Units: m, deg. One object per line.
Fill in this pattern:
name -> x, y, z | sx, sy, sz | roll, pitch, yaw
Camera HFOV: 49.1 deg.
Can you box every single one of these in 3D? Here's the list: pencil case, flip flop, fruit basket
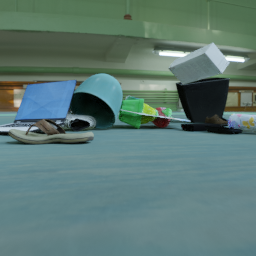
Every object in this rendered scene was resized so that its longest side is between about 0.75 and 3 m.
pencil case -> 3.872, -0.133, 8.656 | 0.667, 0.611, 1.471 | 3, 1, -45
flip flop -> -1.732, 0.068, 6.407 | 1.901, 0.547, 0.771 | 0, 4, 3
fruit basket -> 0.918, -0.591, 11.021 | 2.560, 1.200, 2.371 | 3, 4, -4

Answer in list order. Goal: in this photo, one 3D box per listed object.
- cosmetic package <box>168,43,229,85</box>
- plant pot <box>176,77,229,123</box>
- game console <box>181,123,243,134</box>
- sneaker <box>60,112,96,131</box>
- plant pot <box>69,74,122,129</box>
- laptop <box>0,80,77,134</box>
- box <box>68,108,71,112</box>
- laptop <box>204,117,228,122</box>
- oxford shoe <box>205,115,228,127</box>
cosmetic package -> 2.772, -2.531, 11.343 | 1.057, 0.648, 2.561 | 42, -16, -17
plant pot -> 3.861, -1.463, 14.650 | 2.313, 2.052, 2.308 | -6, 11, 3
game console -> 2.826, 0.001, 9.241 | 1.237, 0.253, 2.098 | -3, 6, -29
sneaker -> -2.056, -0.242, 9.692 | 1.746, 0.659, 1.004 | 3, 3, 6
plant pot -> -1.024, -1.096, 10.140 | 1.800, 1.800, 1.444 | 2, 48, 28
laptop -> -3.223, -0.725, 9.026 | 2.315, 1.433, 2.473 | -1, 10, 27
box -> -3.636, -0.866, 14.946 | 0.579, 1.101, 1.344 | -4, 5, -43
laptop -> 4.848, -0.395, 15.619 | 1.190, 0.614, 1.054 | 25, 2, -7
oxford shoe -> 3.677, -0.299, 11.523 | 0.440, 0.511, 1.210 | -1, 6, -40
